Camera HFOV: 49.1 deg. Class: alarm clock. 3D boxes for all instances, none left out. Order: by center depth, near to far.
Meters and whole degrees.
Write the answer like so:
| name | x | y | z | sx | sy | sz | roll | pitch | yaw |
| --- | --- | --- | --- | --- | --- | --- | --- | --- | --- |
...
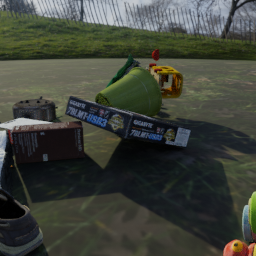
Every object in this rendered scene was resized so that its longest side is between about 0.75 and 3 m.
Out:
| name | x | y | z | sx | sy | sz | roll | pitch | yaw |
| --- | --- | --- | --- | --- | --- | --- | --- | --- | --- |
| alarm clock | -4.069 | -0.678 | 11.946 | 1.787 | 0.882 | 2.650 | 1 | 21 | 1 |

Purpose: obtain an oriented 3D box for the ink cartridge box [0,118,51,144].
| name | x | y | z | sx | sy | sz | roll | pitch | yaw |
| --- | --- | --- | --- | --- | --- | --- | --- | --- | --- |
| ink cartridge box | -3.369 | 0.169 | 9.682 | 2.266 | 0.571 | 1.235 | 8 | 19 | 27 |

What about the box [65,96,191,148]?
| name | x | y | z | sx | sy | sz | roll | pitch | yaw |
| --- | --- | --- | --- | --- | --- | --- | --- | --- | --- |
| box | 0.008 | -0.174 | 8.936 | 2.947 | 0.732 | 2.925 | 18 | 3 | 44 |

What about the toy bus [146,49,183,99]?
| name | x | y | z | sx | sy | sz | roll | pitch | yaw |
| --- | --- | --- | --- | --- | --- | --- | --- | --- | --- |
| toy bus | 1.734 | -2.257 | 13.170 | 1.372 | 2.655 | 2.506 | -1 | -22 | -6 |

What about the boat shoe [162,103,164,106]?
| name | x | y | z | sx | sy | sz | roll | pitch | yaw |
| --- | --- | --- | --- | --- | --- | --- | --- | --- | --- |
| boat shoe | 1.468 | -1.310 | 14.540 | 0.841 | 0.240 | 0.281 | 5 | -16 | 27 |

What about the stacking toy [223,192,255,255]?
| name | x | y | z | sx | sy | sz | roll | pitch | yaw |
| --- | --- | --- | --- | --- | --- | --- | --- | --- | --- |
| stacking toy | 1.920 | 1.493 | 4.496 | 0.610 | 1.307 | 1.444 | -3 | 15 | 33 |

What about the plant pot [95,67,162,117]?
| name | x | y | z | sx | sy | sz | roll | pitch | yaw |
| --- | --- | --- | --- | --- | --- | --- | --- | --- | --- |
| plant pot | -0.145 | -1.154 | 11.731 | 2.161 | 2.275 | 2.275 | -26 | 29 | -31 |

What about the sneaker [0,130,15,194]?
| name | x | y | z | sx | sy | sz | roll | pitch | yaw |
| --- | --- | --- | --- | --- | --- | --- | --- | --- | --- |
| sneaker | -3.478 | 0.802 | 7.033 | 1.099 | 1.025 | 2.772 | -10 | 20 | -15 |

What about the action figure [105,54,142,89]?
| name | x | y | z | sx | sy | sz | roll | pitch | yaw |
| --- | --- | --- | --- | --- | --- | --- | --- | --- | --- |
| action figure | -0.388 | -2.057 | 13.792 | 0.788 | 2.882 | 1.702 | 40 | 2 | 30 |

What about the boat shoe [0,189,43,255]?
| name | x | y | z | sx | sy | sz | roll | pitch | yaw |
| --- | --- | --- | --- | --- | --- | --- | --- | --- | --- |
| boat shoe | -2.402 | 1.491 | 5.120 | 2.228 | 0.817 | 0.830 | 11 | 21 | 30 |

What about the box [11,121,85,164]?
| name | x | y | z | sx | sy | sz | roll | pitch | yaw |
| --- | --- | --- | --- | --- | --- | --- | --- | --- | --- |
| box | -2.302 | 0.409 | 8.241 | 1.974 | 0.989 | 0.740 | -6 | 18 | -14 |
